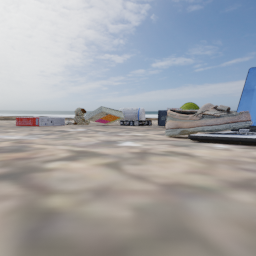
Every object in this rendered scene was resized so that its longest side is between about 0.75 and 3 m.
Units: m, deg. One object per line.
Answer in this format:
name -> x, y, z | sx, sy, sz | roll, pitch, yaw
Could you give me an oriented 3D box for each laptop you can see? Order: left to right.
laptop -> 2.766, -0.553, 4.607 | 2.516, 1.557, 2.687 | 1, 2, 44

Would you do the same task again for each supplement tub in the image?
supplement tub -> 0.243, -0.813, 18.635 | 1.672, 1.103, 1.103 | 0, 2, 18

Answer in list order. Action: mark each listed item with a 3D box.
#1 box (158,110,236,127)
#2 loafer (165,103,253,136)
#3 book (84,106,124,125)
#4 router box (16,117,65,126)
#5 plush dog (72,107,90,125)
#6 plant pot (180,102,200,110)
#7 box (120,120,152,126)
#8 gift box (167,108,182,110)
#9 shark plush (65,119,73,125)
box -> 2.854, -0.368, 11.196 | 2.790, 0.712, 2.200 | 2, 2, 27
loafer -> 1.344, -0.193, 5.162 | 0.673, 0.588, 1.871 | -3, -5, -35
book -> -1.292, -0.629, 15.466 | 1.273, 0.458, 1.906 | -25, -20, 29
router box -> -4.348, -0.326, 14.023 | 1.603, 0.436, 1.786 | 1, 2, 29
plush dog -> -2.921, -0.717, 16.772 | 1.201, 1.032, 0.964 | 2, 3, 40
plant pot -> 2.917, -0.615, 14.229 | 1.233, 1.233, 1.188 | 2, 14, 39
box -> 0.417, -0.264, 14.465 | 1.311, 0.285, 1.050 | -2, 3, -42
gift box -> 2.215, -0.461, 13.222 | 0.821, 0.890, 0.831 | -2, -13, 10
shark plush -> -3.506, -0.239, 16.506 | 0.330, 0.360, 0.791 | 21, -30, -28
